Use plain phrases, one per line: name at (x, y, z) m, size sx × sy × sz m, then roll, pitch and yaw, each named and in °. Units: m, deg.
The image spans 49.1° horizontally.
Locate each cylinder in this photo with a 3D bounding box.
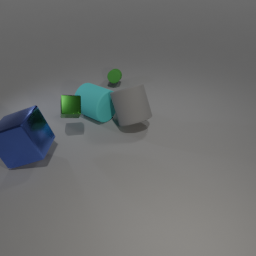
cylinder at (-0.711, -2.805, 15.072) m, size 0.700 × 0.700 × 0.700 m, roll 3°, pitch 19°, yaw 5°
cylinder at (0.132, -0.936, 11.304) m, size 1.400 × 1.400 × 1.400 m, roll -16°, pitch 8°, yaw 2°
cylinder at (-1.382, -1.111, 12.128) m, size 1.400 × 1.400 × 1.400 m, roll 23°, pitch 39°, yaw 31°

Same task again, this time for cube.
cube at (-3.562, 0.304, 9.494) m, size 1.400 × 1.400 × 1.400 m, roll -17°, pitch 28°, yaw 14°
cube at (-2.112, -0.774, 10.297) m, size 0.700 × 0.700 × 0.700 m, roll 0°, pitch -11°, yaw -15°
